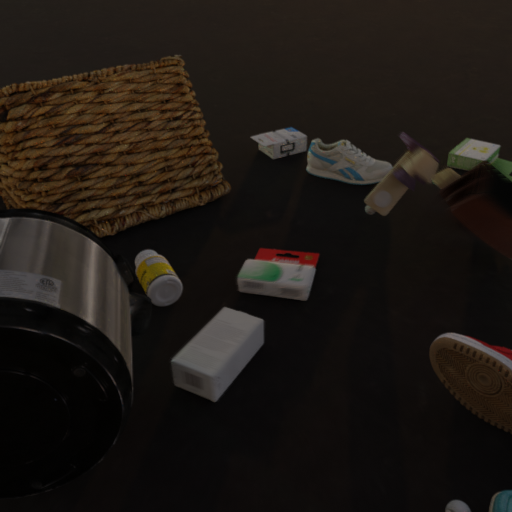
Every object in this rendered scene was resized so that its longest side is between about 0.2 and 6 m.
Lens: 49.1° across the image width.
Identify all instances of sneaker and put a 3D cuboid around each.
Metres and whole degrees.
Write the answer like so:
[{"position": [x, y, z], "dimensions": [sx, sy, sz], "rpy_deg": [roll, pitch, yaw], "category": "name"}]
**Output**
[{"position": [2.006, -2.033, 12.037], "dimensions": [1.874, 0.757, 0.717], "rpy_deg": [11, 33, 15], "category": "sneaker"}, {"position": [3.484, 1.435, 6.588], "dimensions": [2.623, 0.934, 1.475], "rpy_deg": [30, 47, 26], "category": "sneaker"}]

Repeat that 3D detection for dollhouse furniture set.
[{"position": [3.143, -0.837, 10.199], "dimensions": [2.199, 1.561, 1.743], "rpy_deg": [33, 21, -11], "category": "dollhouse furniture set"}]

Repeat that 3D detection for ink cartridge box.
[{"position": [0.403, 0.160, 9.057], "dimensions": [1.091, 0.339, 1.355], "rpy_deg": [6, 35, 13], "category": "ink cartridge box"}, {"position": [5.276, -2.158, 12.599], "dimensions": [1.577, 0.378, 1.148], "rpy_deg": [21, 39, 32], "category": "ink cartridge box"}, {"position": [0.525, -2.657, 13.296], "dimensions": [1.190, 0.404, 0.690], "rpy_deg": [-18, 37, -25], "category": "ink cartridge box"}]

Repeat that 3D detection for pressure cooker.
[{"position": [-2.508, 0.814, 6.076], "dimensions": [2.436, 2.398, 2.727], "rpy_deg": [-33, 33, 7], "category": "pressure cooker"}]

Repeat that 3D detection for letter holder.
[{"position": [3.822, -0.601, 9.170], "dimensions": [1.555, 1.105, 0.782], "rpy_deg": [35, 55, -12], "category": "letter holder"}]

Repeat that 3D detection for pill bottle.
[{"position": [-1.549, 0.309, 8.675], "dimensions": [0.540, 0.540, 0.971], "rpy_deg": [-15, 36, -22], "category": "pill bottle"}]

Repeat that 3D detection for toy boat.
[{"position": [2.312, 2.570, 5.257], "dimensions": [1.088, 0.505, 0.914], "rpy_deg": [5, 34, 7], "category": "toy boat"}]

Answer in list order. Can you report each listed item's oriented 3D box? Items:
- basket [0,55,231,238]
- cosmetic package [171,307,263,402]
[{"position": [-3.120, -1.882, 11.350], "dimensions": [4.024, 2.998, 2.872], "rpy_deg": [-24, 8, -32], "category": "basket"}, {"position": [-0.471, 1.249, 7.303], "dimensions": [0.638, 0.448, 1.257], "rpy_deg": [16, 36, 26], "category": "cosmetic package"}]
